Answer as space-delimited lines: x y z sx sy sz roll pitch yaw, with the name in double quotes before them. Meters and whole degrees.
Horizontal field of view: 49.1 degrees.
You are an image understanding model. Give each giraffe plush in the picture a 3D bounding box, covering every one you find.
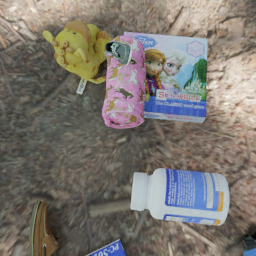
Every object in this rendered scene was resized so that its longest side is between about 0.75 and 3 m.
"giraffe plush" -1.548 -2.377 8.352 1.960 1.842 2.271 0 78 11

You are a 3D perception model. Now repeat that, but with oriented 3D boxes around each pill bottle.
"pill bottle" 1.303 1.775 7.444 2.388 1.338 1.338 6 72 2

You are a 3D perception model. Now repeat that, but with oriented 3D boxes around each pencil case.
"pencil case" -0.100 -1.267 7.825 1.123 1.075 2.596 -16 62 32

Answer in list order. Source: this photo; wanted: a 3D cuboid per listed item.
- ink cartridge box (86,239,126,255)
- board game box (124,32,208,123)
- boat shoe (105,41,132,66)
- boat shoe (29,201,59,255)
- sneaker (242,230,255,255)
"ink cartridge box" -0.878 3.723 7.315 1.810 0.400 0.851 -24 75 -8
"board game box" 1.088 -1.656 8.937 2.773 0.570 2.766 5 72 2
"boat shoe" -0.257 -1.922 7.060 0.439 1.420 0.517 8 111 -20
"boat shoe" -2.179 3.064 7.388 0.761 0.805 2.239 2 81 -4
"sneaker" 3.877 3.080 7.391 1.678 0.644 0.934 -9 81 4
